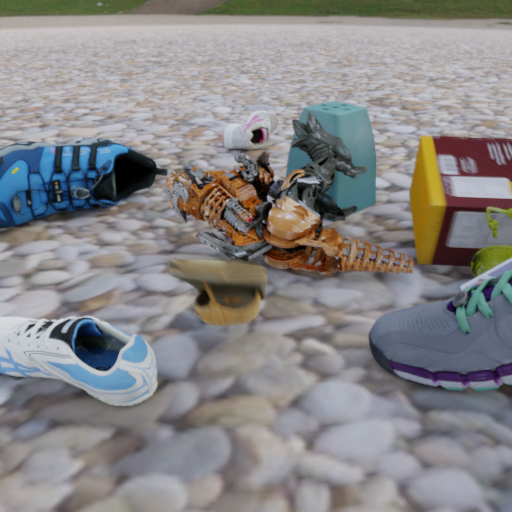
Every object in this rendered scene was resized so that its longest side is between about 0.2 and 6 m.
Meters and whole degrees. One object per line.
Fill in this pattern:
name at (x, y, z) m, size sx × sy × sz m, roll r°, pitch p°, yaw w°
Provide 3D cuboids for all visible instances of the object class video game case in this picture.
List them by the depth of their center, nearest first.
video game case at (3.072, 0.445, 6.160) m, size 1.253 × 0.144 × 1.141 m, roll -33°, pitch 41°, yaw 15°

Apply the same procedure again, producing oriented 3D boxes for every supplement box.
supplement box at (3.199, -0.798, 8.073) m, size 1.679 × 1.115 × 1.656 m, roll 3°, pitch 45°, yaw 6°

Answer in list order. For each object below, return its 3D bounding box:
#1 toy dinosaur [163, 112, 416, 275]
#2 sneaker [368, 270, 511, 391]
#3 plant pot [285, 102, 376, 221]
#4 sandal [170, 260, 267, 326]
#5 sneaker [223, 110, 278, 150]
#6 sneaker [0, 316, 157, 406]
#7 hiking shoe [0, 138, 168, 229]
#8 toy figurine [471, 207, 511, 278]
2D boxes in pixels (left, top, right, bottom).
toy dinosaur at (0.457, -0.521, 8.000) m, size 3.444 × 1.759 × 2.337 m, roll 38°, pitch 50°, yaw -2°
sneaker at (2.635, 0.340, 5.197) m, size 3.383 × 1.481 × 1.259 m, roll -7°, pitch 29°, yaw 26°
plant pot at (1.305, -1.714, 9.689) m, size 1.217 × 1.722 × 1.217 m, roll -23°, pitch 34°, yaw -39°
sandal at (-0.324, 0.460, 5.837) m, size 0.885 × 0.595 × 2.203 m, roll 2°, pitch -15°, yaw 4°
sneaker at (0.038, -2.895, 13.230) m, size 0.790 × 0.728 × 1.790 m, roll 20°, pitch 41°, yaw 31°
sneaker at (-1.972, 0.880, 5.655) m, size 2.193 × 0.795 × 0.788 m, roll 9°, pitch 29°, yaw 20°
hiking shoe at (-3.112, -1.315, 9.397) m, size 1.488 × 1.277 × 3.432 m, roll 14°, pitch 30°, yaw 27°
toy figurine at (3.584, 0.349, 6.305) m, size 2.374 × 1.252 × 1.422 m, roll 12°, pitch 36°, yaw 26°
